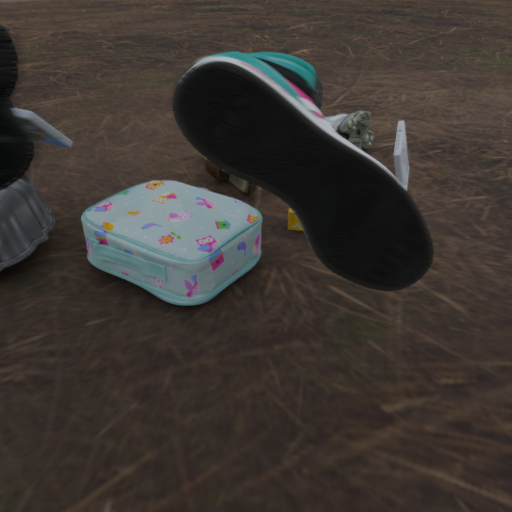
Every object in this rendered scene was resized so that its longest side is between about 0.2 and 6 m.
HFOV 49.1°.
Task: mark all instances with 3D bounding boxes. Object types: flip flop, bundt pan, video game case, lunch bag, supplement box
[{"bbox_3d":[-0.776,-2.166,12.076,0.895,1.261,3.111,-10,29,-24],"label":"flip flop"},{"bbox_3d":[-5.008,-0.655,9.434,2.915,1.094,2.915,-7,32,4],"label":"bundt pan"},{"bbox_3d":[2.230,-1.432,8.565,0.111,0.941,0.856,-1,47,21],"label":"video game case"},{"bbox_3d":[-4.113,-2.262,9.619,1.430,0.158,1.302,13,-7,13],"label":"video game case"},{"bbox_3d":[-1.438,-0.283,9.243,2.692,1.038,2.159,19,39,28],"label":"lunch bag"},{"bbox_3d":[0.973,-0.719,10.552,0.723,0.396,0.393,5,31,6],"label":"supplement box"}]

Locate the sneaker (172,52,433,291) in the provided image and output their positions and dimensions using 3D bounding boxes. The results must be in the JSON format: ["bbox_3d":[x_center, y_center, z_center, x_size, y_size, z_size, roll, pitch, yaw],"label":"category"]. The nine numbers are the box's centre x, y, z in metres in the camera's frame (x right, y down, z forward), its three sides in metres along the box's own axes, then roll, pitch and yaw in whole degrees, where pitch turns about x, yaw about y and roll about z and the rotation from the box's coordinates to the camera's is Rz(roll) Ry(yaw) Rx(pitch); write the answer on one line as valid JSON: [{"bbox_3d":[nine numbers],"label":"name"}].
[{"bbox_3d":[0.600,-1.121,6.490,3.347,1.399,2.021,40,26,-18],"label":"sneaker"}]

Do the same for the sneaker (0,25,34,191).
[{"bbox_3d":[-3.839,-2.103,7.557,1.182,3.113,1.413,-22,62,-36],"label":"sneaker"}]

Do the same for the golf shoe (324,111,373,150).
[{"bbox_3d":[1.371,-2.774,13.485,3.035,1.188,1.475,-15,19,-33],"label":"golf shoe"}]
